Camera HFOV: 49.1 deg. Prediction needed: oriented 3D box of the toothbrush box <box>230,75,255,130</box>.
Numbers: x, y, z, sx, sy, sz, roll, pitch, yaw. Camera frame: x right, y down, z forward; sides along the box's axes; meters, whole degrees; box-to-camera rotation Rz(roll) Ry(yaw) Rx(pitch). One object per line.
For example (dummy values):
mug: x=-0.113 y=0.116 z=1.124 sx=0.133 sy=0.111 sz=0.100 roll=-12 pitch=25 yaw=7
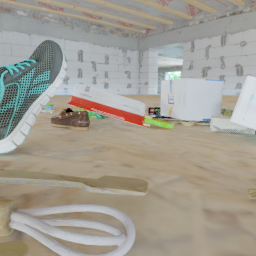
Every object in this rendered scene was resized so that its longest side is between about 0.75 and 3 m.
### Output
toothbrush box: x=3.287 y=-0.410 z=5.926 sx=1.670 sy=0.973 sz=2.282 roll=23 pitch=19 yaw=25

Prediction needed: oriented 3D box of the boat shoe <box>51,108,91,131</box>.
boat shoe: x=-1.617 y=-0.281 z=7.821 sx=1.626 sy=0.572 sz=0.572 roll=6 pitch=11 yaw=42

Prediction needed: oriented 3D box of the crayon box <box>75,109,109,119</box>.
crayon box: x=-1.329 y=-0.530 z=10.376 sx=1.065 sy=0.310 sz=0.632 roll=3 pitch=9 yaw=18

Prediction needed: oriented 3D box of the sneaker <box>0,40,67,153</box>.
sneaker: x=-1.841 y=-0.749 z=4.703 sx=0.883 sy=2.276 sz=1.038 roll=7 pitch=-28 yaw=29

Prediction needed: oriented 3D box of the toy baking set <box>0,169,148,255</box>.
toy baking set: x=-1.131 y=0.717 z=2.022 sx=2.048 sy=0.310 sz=2.668 roll=10 pitch=13 yaw=37

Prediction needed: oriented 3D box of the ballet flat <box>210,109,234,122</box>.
ballet flat: x=2.783 y=-0.333 z=8.660 sx=0.525 sy=0.525 sz=1.486 roll=-1 pitch=8 yaw=-8

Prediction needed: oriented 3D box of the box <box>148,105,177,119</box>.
box: x=2.033 y=-0.597 z=10.434 sx=2.452 sy=0.426 sz=1.349 roll=1 pitch=8 yaw=10

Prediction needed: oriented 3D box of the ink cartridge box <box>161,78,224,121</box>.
ink cartridge box: x=1.872 y=-0.880 z=8.548 sx=1.203 sy=1.182 sz=1.634 roll=-1 pitch=8 yaw=-19

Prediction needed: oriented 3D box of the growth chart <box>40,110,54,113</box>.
growth chart: x=-4.067 y=-0.762 z=12.640 sx=1.468 sy=0.130 sz=1.063 roll=-1 pitch=8 yaw=-4

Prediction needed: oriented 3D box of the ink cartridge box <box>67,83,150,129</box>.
ink cartridge box: x=-0.578 y=-0.795 z=8.849 sx=2.404 sy=0.844 sz=2.958 roll=16 pitch=2 yaw=-9

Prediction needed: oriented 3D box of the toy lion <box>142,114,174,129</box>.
toy lion: x=0.846 y=-0.154 z=7.835 sx=0.847 sy=0.303 sz=0.883 roll=12 pitch=7 yaw=-1

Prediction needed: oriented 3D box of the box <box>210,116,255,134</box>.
box: x=2.595 y=-0.083 z=6.972 sx=1.021 sy=0.349 sz=0.419 roll=5 pitch=10 yaw=11

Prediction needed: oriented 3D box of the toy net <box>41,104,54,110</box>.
toy net: x=-4.524 y=-1.022 z=13.798 sx=1.621 sy=0.313 sz=0.850 roll=-6 pitch=10 yaw=-34

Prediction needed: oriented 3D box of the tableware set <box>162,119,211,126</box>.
tableware set: x=1.824 y=-0.228 z=8.761 sx=1.299 sy=0.180 sz=1.555 roll=-7 pitch=10 yaw=-40

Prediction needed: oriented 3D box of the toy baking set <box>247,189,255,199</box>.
toy baking set: x=1.559 y=0.704 z=2.706 sx=0.747 sy=0.087 sz=0.573 roll=-1 pitch=11 yaw=-6
